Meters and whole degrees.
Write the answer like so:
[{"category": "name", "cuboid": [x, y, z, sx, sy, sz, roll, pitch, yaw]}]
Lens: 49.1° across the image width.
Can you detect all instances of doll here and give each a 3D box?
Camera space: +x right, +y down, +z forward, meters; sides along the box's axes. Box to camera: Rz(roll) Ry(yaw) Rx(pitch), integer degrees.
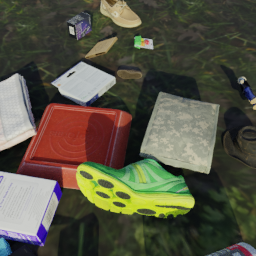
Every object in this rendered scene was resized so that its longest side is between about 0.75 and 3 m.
[{"category": "doll", "cuboid": [3.973, -1.214, 9.288, 0.346, 0.975, 1.429, -28, 41, 19]}]

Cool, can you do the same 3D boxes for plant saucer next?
[{"category": "plant saucer", "cuboid": [-1.483, 0.340, 8.205, 2.911, 0.535, 2.916, 6, 50, 5]}]

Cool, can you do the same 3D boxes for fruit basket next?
[{"category": "fruit basket", "cuboid": [0.649, -3.524, 11.685, 0.781, 0.366, 0.723, 10, 49, -12]}]

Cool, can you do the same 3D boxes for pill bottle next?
[{"category": "pill bottle", "cuboid": [1.575, 3.137, 5.366, 2.164, 1.198, 1.198, -15, 51, -12]}]

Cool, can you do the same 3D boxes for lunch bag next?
[{"category": "lunch bag", "cuboid": [1.445, 0.241, 7.774, 1.833, 1.314, 2.235, 14, 46, 12]}]

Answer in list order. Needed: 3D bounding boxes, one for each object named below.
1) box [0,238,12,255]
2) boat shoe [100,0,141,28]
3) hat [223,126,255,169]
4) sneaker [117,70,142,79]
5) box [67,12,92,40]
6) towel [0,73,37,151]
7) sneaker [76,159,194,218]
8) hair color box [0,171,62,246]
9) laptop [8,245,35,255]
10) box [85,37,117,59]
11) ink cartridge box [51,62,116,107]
[{"category": "box", "cuboid": [-2.603, 3.307, 5.701, 0.775, 0.463, 1.884, -25, 54, -20]}, {"category": "boat shoe", "cuboid": [-0.416, -5.411, 12.917, 2.516, 0.812, 0.897, 37, 59, 27]}, {"category": "hat", "cuboid": [3.639, 0.359, 8.101, 1.640, 0.661, 1.640, 0, 49, 0]}, {"category": "sneaker", "cuboid": [0.074, -2.013, 10.412, 0.927, 0.327, 0.350, 9, 30, 5]}, {"category": "box", "cuboid": [-2.091, -4.423, 12.124, 0.522, 0.740, 1.001, 29, 56, 21]}, {"category": "towel", "cuboid": [-4.300, -0.329, 8.534, 2.723, 0.460, 2.851, -24, 51, -6]}, {"category": "sneaker", "cuboid": [0.160, 1.356, 6.762, 2.940, 1.089, 1.229, 18, 39, -17]}, {"category": "hair color box", "cuboid": [-3.042, 1.836, 6.745, 2.500, 0.810, 1.367, 9, 51, 6]}, {"category": "laptop", "cuboid": [-2.283, 3.453, 5.382, 1.522, 0.942, 1.625, 27, 37, 37]}, {"category": "box", "cuboid": [-1.031, -3.147, 10.972, 0.970, 0.126, 1.187, -6, 38, 32]}, {"category": "ink cartridge box", "cuboid": [-1.568, -1.582, 9.961, 1.640, 0.333, 1.637, 30, 56, 23]}]
